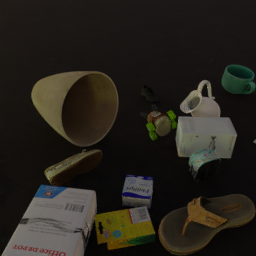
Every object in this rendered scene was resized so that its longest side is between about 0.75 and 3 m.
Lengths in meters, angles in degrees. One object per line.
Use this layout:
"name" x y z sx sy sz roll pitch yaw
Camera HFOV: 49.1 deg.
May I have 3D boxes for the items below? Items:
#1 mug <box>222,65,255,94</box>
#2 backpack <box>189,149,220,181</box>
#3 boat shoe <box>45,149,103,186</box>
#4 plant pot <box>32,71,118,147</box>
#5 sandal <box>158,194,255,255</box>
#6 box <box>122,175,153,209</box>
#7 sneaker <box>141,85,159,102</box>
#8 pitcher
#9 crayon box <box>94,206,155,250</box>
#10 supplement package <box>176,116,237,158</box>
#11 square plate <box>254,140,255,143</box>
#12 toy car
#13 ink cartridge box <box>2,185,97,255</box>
"mug" 5.153 -2.160 13.248 1.332 1.002 1.621 11 42 4
"backpack" 2.290 1.043 8.418 0.839 0.954 0.732 -15 58 -10
"boat shoe" -1.664 1.103 8.757 1.875 0.687 0.588 -24 44 -31
"plant pot" -2.249 -0.983 10.426 2.802 2.625 2.625 20 38 38
"sandal" 2.034 2.178 7.070 2.884 0.779 1.158 -14 37 -20
"box" 0.285 1.797 7.935 0.792 0.452 0.861 4 35 8
"sneaker" 0.984 -1.604 12.909 0.446 0.534 1.176 -19 39 -29
"pitcher" 2.928 -0.920 10.658 1.682 1.443 1.020 25 10 -43
"crayon box" -0.104 2.488 6.997 1.391 0.353 0.883 -6 34 -9
"supplement package" 2.620 0.311 9.611 1.780 1.041 1.044 1 34 2
"square plate" 5.146 0.479 10.193 0.828 0.119 0.836 28 43 36
"toy car" 1.022 -0.378 10.396 1.050 1.008 1.278 -30 51 -6
"ink cartridge box" -1.709 2.433 6.612 1.489 0.867 2.059 5 34 8
